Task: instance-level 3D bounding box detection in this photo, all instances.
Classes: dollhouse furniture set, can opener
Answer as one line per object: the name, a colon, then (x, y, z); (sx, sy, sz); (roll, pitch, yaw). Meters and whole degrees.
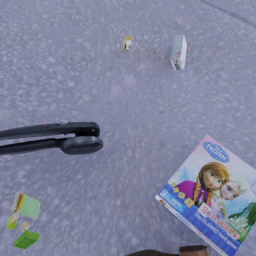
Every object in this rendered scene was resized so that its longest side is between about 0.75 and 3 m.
dollhouse furniture set: (-2.449, 2.141, 6.889); (0.562, 0.727, 1.456); (-42, 33, 24)
can opener: (-2.193, 0.251, 7.742); (2.978, 1.171, 0.944); (0, 94, -13)

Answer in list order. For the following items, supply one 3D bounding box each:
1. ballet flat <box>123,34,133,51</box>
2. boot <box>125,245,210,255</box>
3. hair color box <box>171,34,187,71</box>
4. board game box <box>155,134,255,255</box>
ballet flat: (0.009, -3.021, 10.021); (0.298, 0.868, 0.274); (-5, 80, -7)
boot: (0.922, 4.242, 6.368); (2.528, 0.871, 2.713); (-13, 78, 19)
hair color box: (1.820, -2.693, 9.980); (0.361, 0.589, 1.190); (-2, 60, 25)
board game box: (2.408, 1.761, 7.663); (2.384, 0.491, 2.378); (38, 69, 14)
